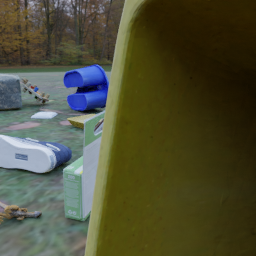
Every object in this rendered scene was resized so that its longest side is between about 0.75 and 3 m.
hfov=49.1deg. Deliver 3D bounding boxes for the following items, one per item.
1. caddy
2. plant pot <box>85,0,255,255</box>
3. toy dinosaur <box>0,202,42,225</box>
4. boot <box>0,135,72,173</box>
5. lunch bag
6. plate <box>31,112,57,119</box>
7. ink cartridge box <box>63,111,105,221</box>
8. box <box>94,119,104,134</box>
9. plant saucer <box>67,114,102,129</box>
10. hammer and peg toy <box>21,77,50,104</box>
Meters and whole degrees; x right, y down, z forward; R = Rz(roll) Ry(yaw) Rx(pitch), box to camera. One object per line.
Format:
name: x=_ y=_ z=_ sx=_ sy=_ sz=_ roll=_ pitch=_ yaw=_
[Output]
caddy: x=-1.771 y=-1.788 z=12.601 sx=1.429 sy=1.925 sz=2.723 roll=-15 pitch=13 yaw=-32
plant pot: x=1.598 y=0.743 z=1.582 sx=2.731 sy=2.669 sz=2.652 roll=2 pitch=10 yaw=-35
toy dinosaur: x=-1.761 y=1.237 z=4.199 sx=0.919 sy=0.278 sz=0.488 roll=17 pitch=0 yaw=11
boot: x=-2.250 y=0.549 z=6.289 sx=1.908 sy=0.694 sz=0.862 roll=13 pitch=10 yaw=21
lunch bag: x=-6.395 y=-1.796 z=13.344 sx=2.334 sy=1.673 sz=2.846 roll=-6 pitch=20 yaw=-23
plate: x=-3.414 y=-0.538 z=11.451 sx=0.842 sy=0.136 sz=0.844 roll=0 pitch=14 yaw=4
ink cartridge box: x=-0.575 y=0.486 z=4.416 sx=0.372 sy=1.550 sz=1.128 roll=7 pitch=17 yaw=18
box: x=-0.433 y=-0.060 z=8.159 sx=0.513 sy=0.685 sz=1.369 roll=47 pitch=24 yaw=7
plant saucer: x=-1.303 y=-0.193 z=9.759 sx=1.201 sy=0.291 sz=1.202 roll=14 pitch=20 yaw=42
hammer and peg toy: x=-4.800 y=-1.883 z=14.032 sx=1.647 sy=0.581 sz=1.211 roll=36 pitch=1 yaw=-1
